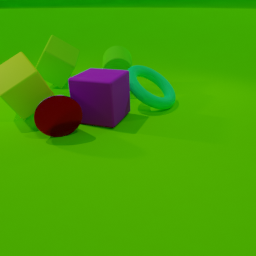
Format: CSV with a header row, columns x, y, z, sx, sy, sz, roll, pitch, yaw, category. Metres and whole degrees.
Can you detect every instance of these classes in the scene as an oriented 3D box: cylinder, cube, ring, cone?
x,y,z,sx,sy,sz,roll,pitch,yaw,category
-0.385,-2.298,10.300,1.096,1.096,1.096,-1,39,-3,cylinder
-3.044,-1.205,8.075,1.175,1.175,1.175,-37,57,-10,cube
-0.769,-0.914,8.075,1.304,1.304,1.304,8,27,20,cube
0.744,-1.348,9.155,1.881,0.376,1.881,22,40,-19,ring
-1.908,-0.571,7.407,1.186,1.186,1.190,-9,34,-18,cone
-2.728,-2.537,10.782,1.231,1.231,1.231,26,40,-21,cube
